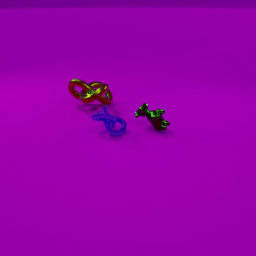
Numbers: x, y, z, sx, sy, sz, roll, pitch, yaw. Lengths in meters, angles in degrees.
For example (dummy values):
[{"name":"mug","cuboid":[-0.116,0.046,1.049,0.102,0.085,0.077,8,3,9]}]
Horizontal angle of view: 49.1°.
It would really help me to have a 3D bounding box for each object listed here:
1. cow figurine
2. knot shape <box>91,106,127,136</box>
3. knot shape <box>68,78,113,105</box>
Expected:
[{"name":"cow figurine","cuboid":[0.729,-0.325,8.716,0.960,0.976,0.536,-3,36,44]},{"name":"knot shape","cuboid":[-0.612,-0.272,8.680,1.138,0.526,1.065,31,12,-23]},{"name":"knot shape","cuboid":[-1.435,-1.343,10.319,1.649,0.814,1.762,11,10,10]}]
